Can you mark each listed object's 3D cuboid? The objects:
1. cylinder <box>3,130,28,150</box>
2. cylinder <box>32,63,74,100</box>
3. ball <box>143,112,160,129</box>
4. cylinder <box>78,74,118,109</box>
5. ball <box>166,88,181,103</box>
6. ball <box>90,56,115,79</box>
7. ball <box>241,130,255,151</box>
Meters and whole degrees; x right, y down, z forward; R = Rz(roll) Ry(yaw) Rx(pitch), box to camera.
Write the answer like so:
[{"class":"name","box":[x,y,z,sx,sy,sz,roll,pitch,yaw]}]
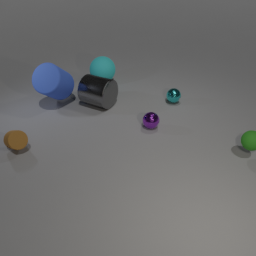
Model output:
[{"class":"cylinder","box":[-4.076,0.431,10.163,0.700,0.700,0.700,-24,13,-33]},{"class":"cylinder","box":[-3.369,-2.085,12.714,1.400,1.400,1.400,10,-2,16]},{"class":"ball","box":[0.948,-0.313,11.542,0.700,0.700,0.700,0,32,0]},{"class":"cylinder","box":[-1.388,-1.709,13.071,1.400,1.400,1.400,17,36,24]},{"class":"ball","box":[2.192,-1.557,13.446,0.700,0.700,0.700,0,32,0]},{"class":"ball","box":[-1.383,-3.179,15.228,1.400,1.400,1.400,0,32,0]},{"class":"ball","box":[4.246,0.431,9.607,0.700,0.700,0.700,0,32,0]}]
